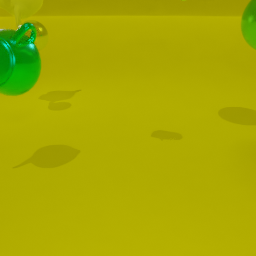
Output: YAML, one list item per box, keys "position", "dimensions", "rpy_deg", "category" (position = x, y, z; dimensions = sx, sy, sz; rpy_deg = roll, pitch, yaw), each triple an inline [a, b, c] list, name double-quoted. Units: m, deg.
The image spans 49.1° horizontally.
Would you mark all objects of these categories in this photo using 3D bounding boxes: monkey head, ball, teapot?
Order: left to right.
- position: [-1.905, -0.946, 4.219]
  dimensions: [1.014, 1.630, 0.798]
  rpy_deg: [49, 18, 4]
  category: "teapot"
- position: [-2.809, -3.586, 7.200]
  dimensions: [1.179, 1.956, 1.407]
  rpy_deg: [23, -9, -7]
  category: "monkey head"
- position: [-2.451, -2.373, 7.233]
  dimensions: [0.774, 0.774, 0.774]
  rpy_deg: [0, 24, 0]
  category: "ball"
- position: [3.198, -2.338, 6.102]
  dimensions: [1.381, 1.381, 1.381]
  rpy_deg: [0, 24, 0]
  category: "ball"
